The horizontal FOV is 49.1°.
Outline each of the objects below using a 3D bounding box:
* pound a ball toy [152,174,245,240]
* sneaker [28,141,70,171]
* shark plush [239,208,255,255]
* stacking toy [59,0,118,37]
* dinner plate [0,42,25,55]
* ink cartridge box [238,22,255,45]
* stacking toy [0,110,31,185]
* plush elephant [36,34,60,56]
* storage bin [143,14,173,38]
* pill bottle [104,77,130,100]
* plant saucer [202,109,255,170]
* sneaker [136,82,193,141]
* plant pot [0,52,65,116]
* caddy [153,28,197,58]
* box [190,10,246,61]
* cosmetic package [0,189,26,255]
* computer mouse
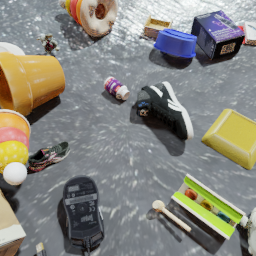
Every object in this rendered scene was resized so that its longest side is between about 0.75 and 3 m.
[{"bbox_3d":[1.865,2.220,7.595,2.047,0.869,1.334,33,86,22],"label":"pound a ball toy"},{"bbox_3d":[-2.414,0.807,8.601,1.383,0.597,0.556,-34,63,-22],"label":"sneaker"},{"bbox_3d":[3.662,2.962,7.015,0.999,1.089,2.397,20,46,-24],"label":"shark plush"},{"bbox_3d":[-2.003,-5.348,12.267,2.793,2.041,2.041,31,60,32],"label":"stacking toy"},{"bbox_3d":[-5.577,-2.564,11.141,2.931,0.355,2.931,1,56,-1],"label":"dinner plate"},{"bbox_3d":[5.166,-4.183,12.286,1.123,0.285,1.275,7,55,4],"label":"ink cartridge box"},{"bbox_3d":[-3.333,0.687,7.724,1.681,1.681,2.301,-25,43,-17],"label":"stacking toy"},{"bbox_3d":[-3.239,-3.408,11.234,0.730,0.686,0.887,-18,70,30],"label":"plush elephant"},{"bbox_3d":[1.340,-4.485,12.361,1.076,0.504,1.068,17,57,12],"label":"storage bin"},{"bbox_3d":[-0.400,-1.419,10.191,0.951,0.535,0.535,38,63,24],"label":"pill bottle"},{"bbox_3d":[3.606,0.201,9.132,1.764,0.427,1.763,33,61,21],"label":"plant saucer"},{"bbox_3d":[1.058,-0.426,9.350,1.444,0.943,2.580,-15,48,-6],"label":"sneaker"},{"bbox_3d":[-3.330,-1.586,9.531,1.977,2.159,2.159,-22,56,-34],"label":"plant pot"},{"bbox_3d":[1.916,-3.339,11.328,1.769,0.929,1.251,21,35,15],"label":"caddy"},{"bbox_3d":[3.668,-3.881,11.650,1.376,0.970,1.860,-19,58,-12],"label":"box"},{"bbox_3d":[-3.890,2.141,7.099,2.631,0.935,1.384,46,26,25],"label":"cosmetic package"},{"bbox_3d":[-1.482,2.667,7.346,1.858,0.609,2.646,-14,66,-11],"label":"computer mouse"}]
